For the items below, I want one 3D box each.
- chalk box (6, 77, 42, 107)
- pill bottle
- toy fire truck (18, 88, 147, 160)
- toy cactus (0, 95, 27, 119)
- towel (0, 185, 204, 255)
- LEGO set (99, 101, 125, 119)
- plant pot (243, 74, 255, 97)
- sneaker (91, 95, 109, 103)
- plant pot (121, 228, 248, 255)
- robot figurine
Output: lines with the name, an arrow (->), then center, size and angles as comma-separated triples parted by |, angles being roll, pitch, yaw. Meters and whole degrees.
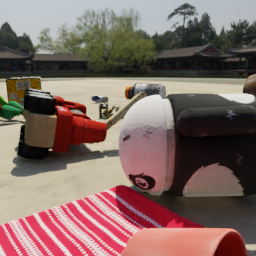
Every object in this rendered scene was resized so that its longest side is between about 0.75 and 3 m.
chalk box -> -4.588, -1.583, 12.652 | 1.412, 1.402, 2.262 | -5, 12, -15
pill bottle -> 0.838, -1.724, 14.061 | 1.961, 1.042, 1.042 | 6, 14, 25
toy fire truck -> -1.116, -0.279, 6.711 | 2.656, 1.709, 2.338 | 7, 8, -21
toy cactus -> -3.761, -0.787, 9.860 | 2.233, 1.384, 2.707 | 15, 8, 18
towel -> -0.524, 1.152, 2.844 | 2.283, 0.257, 1.651 | -9, 15, -35
LEGO set -> -0.585, -0.702, 10.379 | 1.082, 0.627, 0.832 | 7, 14, 29
plant pot -> 5.550, -1.387, 10.214 | 2.091, 2.091, 2.070 | -6, 1, -26
sneaker -> -1.560, -1.518, 14.819 | 0.960, 0.388, 0.554 | -1, 7, -38
plant pot -> 0.377, 1.092, 2.012 | 0.732, 0.828, 0.828 | -4, 7, 42
robot figurine -> 1.076, 0.267, 4.076 | 2.425, 1.822, 1.513 | 0, 29, -2
